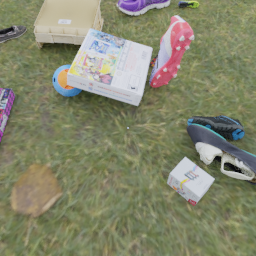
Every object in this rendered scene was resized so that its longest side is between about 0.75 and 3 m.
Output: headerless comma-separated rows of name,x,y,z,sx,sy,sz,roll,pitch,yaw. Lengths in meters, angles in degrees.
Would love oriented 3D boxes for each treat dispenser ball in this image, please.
treat dispenser ball,-2.173,-1.737,10.311,1.144,1.144,1.144,0,56,0

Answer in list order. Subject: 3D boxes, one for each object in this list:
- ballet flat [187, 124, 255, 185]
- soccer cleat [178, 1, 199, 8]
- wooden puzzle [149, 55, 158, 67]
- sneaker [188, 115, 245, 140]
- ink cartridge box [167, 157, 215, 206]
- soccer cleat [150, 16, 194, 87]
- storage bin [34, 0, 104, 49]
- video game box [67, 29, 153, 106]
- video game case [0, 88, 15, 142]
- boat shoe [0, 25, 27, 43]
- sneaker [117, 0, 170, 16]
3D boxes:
ballet flat,2.939,0.858,8.696,2.813,1.028,1.028,31,61,16
soccer cleat,2.972,-6.103,13.723,1.015,0.328,0.424,-2,45,-4
wooden puzzle,1.241,-2.670,11.568,0.555,0.066,0.936,25,60,16
sneaker,2.973,-0.087,9.584,1.881,0.689,0.770,13,38,4
ink cartridge box,1.820,1.572,8.289,1.074,0.780,0.777,39,64,23
soccer cleat,1.409,-2.582,9.929,0.918,2.753,1.053,-8,59,-24
storage bin,-2.489,-4.442,12.117,2.472,1.158,2.454,5,57,3
video game box,-0.540,-2.201,9.810,2.473,0.635,2.715,18,50,-5
video game case,-5.568,-0.182,9.619,2.619,0.517,2.889,1,56,0
boat shoe,-5.237,-4.238,12.390,1.555,0.443,0.520,-33,62,-20
sneaker,0.756,-6.273,13.328,2.787,1.163,1.124,-22,59,-14
